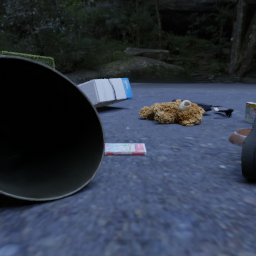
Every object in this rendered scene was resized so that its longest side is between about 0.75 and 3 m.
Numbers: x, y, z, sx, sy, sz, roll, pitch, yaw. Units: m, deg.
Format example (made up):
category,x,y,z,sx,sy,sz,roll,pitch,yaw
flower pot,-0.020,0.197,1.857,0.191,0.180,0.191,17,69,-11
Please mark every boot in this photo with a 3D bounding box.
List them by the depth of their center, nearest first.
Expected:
category,x,y,z,sx,sy,sz,roll,pitch,yaw
boot,3.477,0.368,5.337,2.028,1.021,2.712,-1,20,34

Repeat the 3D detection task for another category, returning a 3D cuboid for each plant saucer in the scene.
category,x,y,z,sx,sy,sz,roll,pitch,yaw
plant saucer,3.748,0.271,7.916,1.700,0.293,1.700,1,12,0
plant saucer,-4.720,-2.439,13.978,2.747,2.751,0.659,9,34,9

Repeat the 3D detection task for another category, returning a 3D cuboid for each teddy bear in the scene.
category,x,y,z,sx,sy,sz,roll,pitch,yaw
teddy bear,1.697,-0.720,11.326,1.968,0.906,2.714,-8,13,-26

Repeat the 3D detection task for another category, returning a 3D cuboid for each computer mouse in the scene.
category,x,y,z,sx,sy,sz,roll,pitch,yaw
computer mouse,3.375,-0.805,12.685,2.654,0.611,1.863,7,9,-11

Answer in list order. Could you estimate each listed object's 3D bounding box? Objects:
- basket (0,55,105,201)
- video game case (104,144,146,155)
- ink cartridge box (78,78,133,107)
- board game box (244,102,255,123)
category,x,y,z,sx,sy,sz,roll,pitch,yaw
basket,-2.195,0.003,5.163,2.554,1.926,2.832,35,-19,-35
video game case,-0.120,0.532,7.058,1.110,0.097,0.794,0,11,0
ink cartridge box,-1.428,-1.775,14.677,2.036,1.186,2.816,-12,3,36
board game box,4.937,-0.563,10.834,0.195,0.766,1.139,-1,11,-9
